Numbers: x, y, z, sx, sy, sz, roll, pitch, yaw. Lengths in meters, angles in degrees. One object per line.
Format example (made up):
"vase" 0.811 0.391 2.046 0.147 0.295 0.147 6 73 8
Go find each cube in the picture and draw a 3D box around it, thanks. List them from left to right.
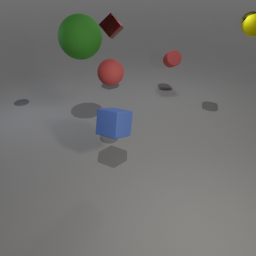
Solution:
"cube" -0.691 -4.263 11.741 0.700 0.700 0.700 -40 6 12
"cube" -0.371 -0.145 7.561 0.700 0.700 0.700 12 12 33

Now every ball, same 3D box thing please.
"ball" -1.527 -2.904 8.947 1.400 1.400 1.400 0 30 0
"ball" -0.459 -1.471 7.401 0.700 0.700 0.700 0 30 0

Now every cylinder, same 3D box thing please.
"cylinder" 2.053 -3.206 13.024 0.700 0.700 0.700 -5 6 -9
"cylinder" 3.983 -3.327 8.947 0.700 0.700 0.700 7 28 12
